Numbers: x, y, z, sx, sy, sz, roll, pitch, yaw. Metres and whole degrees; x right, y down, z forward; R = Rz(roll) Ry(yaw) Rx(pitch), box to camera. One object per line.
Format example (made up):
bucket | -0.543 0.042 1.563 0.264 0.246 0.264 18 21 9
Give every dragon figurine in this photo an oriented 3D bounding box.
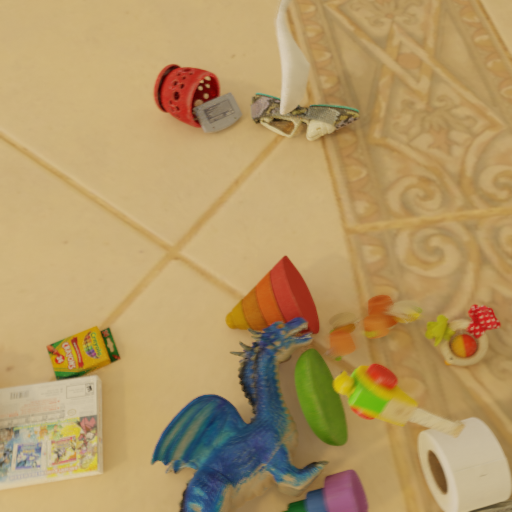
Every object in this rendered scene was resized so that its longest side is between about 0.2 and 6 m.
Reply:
dragon figurine | -0.607 2.954 8.127 4.726 1.391 2.350 -39 67 -18

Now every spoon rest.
spoon rest | 0.694 -4.043 10.852 0.789 1.293 2.602 11 90 -2

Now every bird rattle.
bird rattle | 3.501 1.349 9.442 1.212 0.683 0.988 -11 91 4

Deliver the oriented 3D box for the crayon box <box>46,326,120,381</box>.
crayon box | -2.926 1.644 9.502 1.066 0.271 0.677 -23 63 -13

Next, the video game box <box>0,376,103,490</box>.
video game box | -3.263 2.761 8.816 1.650 0.386 1.503 -7 59 -4

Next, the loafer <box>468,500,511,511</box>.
loafer | 4.021 3.884 7.842 2.815 0.982 0.984 -5 61 -3

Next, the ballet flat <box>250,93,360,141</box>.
ballet flat | 0.982 -2.849 11.812 2.317 0.834 0.834 11 62 7

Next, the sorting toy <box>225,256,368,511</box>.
sorting toy | 0.440 2.129 8.873 1.487 1.497 4.319 -22 59 15

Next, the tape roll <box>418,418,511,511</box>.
tape roll | 3.009 3.061 8.184 0.827 1.204 1.204 -12 62 -8

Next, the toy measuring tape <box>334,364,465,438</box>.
toy measuring tape | 1.745 1.788 7.019 1.858 0.684 0.684 22 60 -19

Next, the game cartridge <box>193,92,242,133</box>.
game cartridge | -0.801 -3.026 11.952 0.974 0.199 0.648 -30 96 -24

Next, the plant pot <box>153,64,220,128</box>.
plant pot | -1.491 -3.411 11.842 1.067 1.172 1.172 22 63 22

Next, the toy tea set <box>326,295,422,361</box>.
toy tea set | 1.855 1.253 9.275 1.769 1.052 0.655 -21 107 -18
